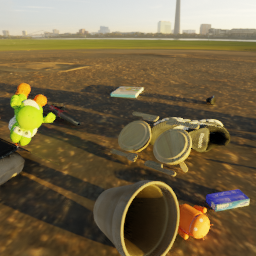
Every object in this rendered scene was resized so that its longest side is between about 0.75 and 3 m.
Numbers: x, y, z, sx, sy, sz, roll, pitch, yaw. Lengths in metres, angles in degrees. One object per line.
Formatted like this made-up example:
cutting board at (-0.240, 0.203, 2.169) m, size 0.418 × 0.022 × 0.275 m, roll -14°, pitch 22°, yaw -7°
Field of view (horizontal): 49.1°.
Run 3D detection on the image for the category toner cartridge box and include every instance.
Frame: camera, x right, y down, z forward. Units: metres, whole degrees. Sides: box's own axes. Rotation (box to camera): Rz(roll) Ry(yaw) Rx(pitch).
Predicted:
toner cartridge box at (2.204, 1.596, 6.211) m, size 0.842 × 0.182 × 0.400 m, roll -6°, pitch 22°, yaw -14°

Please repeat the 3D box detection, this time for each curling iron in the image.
curling iron at (-2.689, -0.631, 12.035) m, size 0.699 × 0.360 × 2.819 m, roll -12°, pitch 23°, yaw -30°

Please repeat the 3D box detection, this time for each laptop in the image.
laptop at (-3.373, 0.888, 7.363) m, size 1.934 × 1.127 × 2.183 m, roll 12°, pitch 36°, yaw 43°

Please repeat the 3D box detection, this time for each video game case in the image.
video game case at (-0.023, -2.122, 16.377) m, size 1.468 × 0.183 × 2.051 m, roll 4°, pitch 21°, yaw 14°

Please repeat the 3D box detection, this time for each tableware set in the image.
tableware set at (0.791, 0.445, 8.328) m, size 2.498 × 0.501 × 1.651 m, roll 15°, pitch 66°, yaw 41°

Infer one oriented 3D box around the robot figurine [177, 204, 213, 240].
robot figurine at (1.204, 1.762, 5.339) m, size 0.587 × 0.476 × 0.816 m, roll -12°, pitch 23°, yaw -36°

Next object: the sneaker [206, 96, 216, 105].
sneaker at (4.157, -1.350, 14.162) m, size 0.441 × 0.381 × 1.006 m, roll -10°, pitch 12°, yaw 26°

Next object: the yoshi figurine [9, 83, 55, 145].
yoshi figurine at (-3.274, -0.562, 9.378) m, size 1.474 × 1.469 × 2.623 m, roll -7°, pitch 38°, yaw -7°

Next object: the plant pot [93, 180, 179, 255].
plant pot at (0.028, 1.565, 4.984) m, size 1.361 × 1.361 × 1.181 m, roll -18°, pitch 10°, yaw -41°

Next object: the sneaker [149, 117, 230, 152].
sneaker at (1.952, 0.234, 8.842) m, size 2.804 × 0.932 × 1.269 m, roll -2°, pitch 17°, yaw -10°

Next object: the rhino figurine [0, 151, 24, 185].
rhino figurine at (-3.442, 1.181, 6.599) m, size 1.047 × 0.716 × 2.395 m, roll 3°, pitch 22°, yaw 20°
